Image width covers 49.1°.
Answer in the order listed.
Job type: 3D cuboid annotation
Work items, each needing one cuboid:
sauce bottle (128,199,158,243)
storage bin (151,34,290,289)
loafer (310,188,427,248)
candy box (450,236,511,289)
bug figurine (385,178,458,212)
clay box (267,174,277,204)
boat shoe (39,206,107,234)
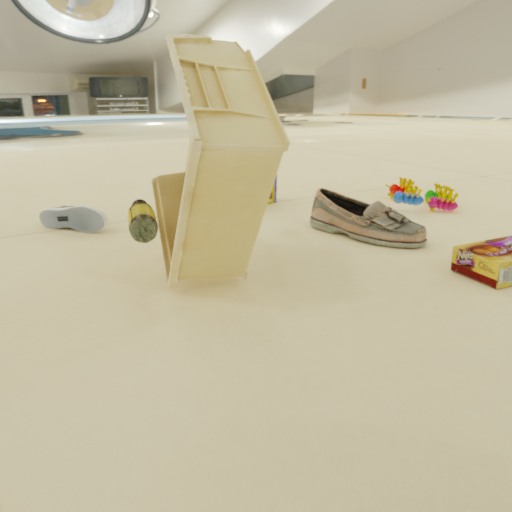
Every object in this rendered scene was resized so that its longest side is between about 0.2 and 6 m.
[{"bbox_3d":[-1.742,-0.585,8.545,0.428,0.428,1.324,-4,22,-12],"label":"sauce bottle"},{"bbox_3d":[-0.742,-1.433,8.426,1.280,2.731,2.711,-2,49,-18],"label":"storage bin"},{"bbox_3d":[2.178,-0.789,11.272,2.635,0.828,0.947,16,24,40],"label":"loafer"},{"bbox_3d":[4.210,0.063,9.232,1.704,0.481,0.994,-10,21,-24],"label":"candy box"},{"bbox_3d":[4.077,-1.480,13.855,1.724,0.572,2.223,9,15,8],"label":"bug figurine"},{"bbox_3d":[-0.221,-1.691,13.741,0.425,1.025,1.784,17,25,40],"label":"clay box"},{"bbox_3d":[-3.787,-0.811,11.896,1.667,0.583,0.552,-1,18,23],"label":"boat shoe"}]
